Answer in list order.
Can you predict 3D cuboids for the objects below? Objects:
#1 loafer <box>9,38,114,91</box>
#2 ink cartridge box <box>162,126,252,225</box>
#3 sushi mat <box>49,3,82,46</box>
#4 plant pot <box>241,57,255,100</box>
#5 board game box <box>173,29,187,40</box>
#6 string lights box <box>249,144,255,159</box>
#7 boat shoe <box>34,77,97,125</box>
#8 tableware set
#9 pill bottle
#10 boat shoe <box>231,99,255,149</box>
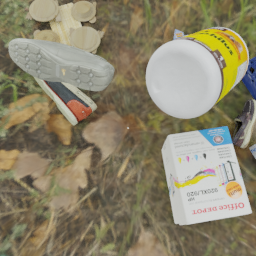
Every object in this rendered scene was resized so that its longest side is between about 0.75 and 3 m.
[{"bbox_3d":[-1.678,-1.671,7.151,2.738,0.957,0.955,21,35,5],"label":"loafer"},{"bbox_3d":[1.992,1.362,7.649,1.667,1.638,2.265,-8,71,-3],"label":"ink cartridge box"},{"bbox_3d":[-2.185,-3.536,10.127,1.084,0.137,2.266,-19,72,-8],"label":"sushi mat"},{"bbox_3d":[4.805,-1.809,8.789,1.735,1.560,1.735,-25,73,-7],"label":"plant pot"},{"bbox_3d":[1.955,-3.018,9.859,0.979,0.302,0.978,-5,72,-1],"label":"board game box"},{"bbox_3d":[4.987,1.408,8.072,1.434,0.823,2.790,-24,73,-8],"label":"string lights box"},{"bbox_3d":[-2.239,-1.436,8.933,0.936,1.065,2.992,-38,78,-14],"label":"boat shoe"},{"bbox_3d":[-2.255,-3.666,10.023,2.803,0.325,2.342,0,72,-3],"label":"tableware set"},{"bbox_3d":[1.816,-1.450,6.628,1.634,1.634,2.992,42,41,13],"label":"pill bottle"},{"bbox_3d":[3.610,-0.189,8.759,0.531,0.589,1.639,18,78,1],"label":"boat shoe"}]
